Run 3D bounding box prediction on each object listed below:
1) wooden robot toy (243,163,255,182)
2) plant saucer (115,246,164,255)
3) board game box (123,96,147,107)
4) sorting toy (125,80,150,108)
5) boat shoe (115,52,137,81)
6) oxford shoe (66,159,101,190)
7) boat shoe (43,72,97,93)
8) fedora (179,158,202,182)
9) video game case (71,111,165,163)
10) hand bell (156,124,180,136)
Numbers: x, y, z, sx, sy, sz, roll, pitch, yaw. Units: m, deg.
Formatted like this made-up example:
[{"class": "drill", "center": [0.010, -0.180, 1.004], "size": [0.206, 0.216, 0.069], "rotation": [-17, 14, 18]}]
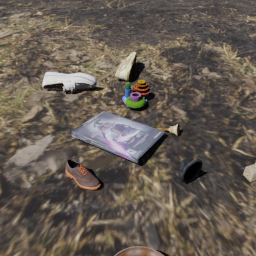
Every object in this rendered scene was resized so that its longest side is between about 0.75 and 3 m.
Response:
[{"class": "wooden robot toy", "center": [4.569, 0.989, 8.442], "size": [2.132, 0.967, 0.939], "rotation": [-3, 36, -5]}, {"class": "plant saucer", "center": [0.254, 3.117, 5.603], "size": [1.510, 0.260, 1.510], "rotation": [3, 35, -2]}, {"class": "board game box", "center": [0.283, -1.213, 12.210], "size": [0.875, 0.197, 0.666], "rotation": [-13, 37, -17]}, {"class": "sorting toy", "center": [0.362, -1.565, 11.935], "size": [1.010, 0.690, 1.681], "rotation": [11, 38, 13]}, {"class": "boat shoe", "center": [-0.064, -3.265, 14.557], "size": [0.808, 0.897, 2.488], "rotation": [8, 42, 9]}, {"class": "oxford shoe", "center": [-1.377, 1.369, 8.308], "size": [1.366, 0.495, 0.486], "rotation": [23, 41, 29]}, {"class": "boat shoe", "center": [-2.713, -1.991, 12.902], "size": [2.526, 0.895, 0.882], "rotation": [6, 63, 3]}, {"class": "fedora", "center": [1.764, 1.168, 8.211], "size": [0.889, 0.889, 0.406], "rotation": [-20, 43, -26]}, {"class": "video game case", "center": [-0.329, 0.207, 9.994], "size": [2.762, 0.262, 1.973], "rotation": [20, 35, 26]}, {"class": "hand bell", "center": [1.443, 0.061, 10.355], "size": [0.863, 0.449, 0.449], "rotation": [2, 33, 25]}]
